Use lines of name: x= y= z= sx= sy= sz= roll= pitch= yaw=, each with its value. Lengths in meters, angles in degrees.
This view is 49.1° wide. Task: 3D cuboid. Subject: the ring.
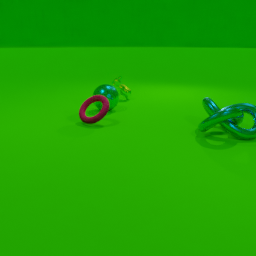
ring: x=-1.130 y=-0.624 z=9.274 sx=1.121 sy=0.224 sz=1.121 roll=-14 pitch=53 yaw=19

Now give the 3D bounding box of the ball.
ball: x=-0.864 y=-1.185 z=10.919 sx=1.043 sy=1.043 sz=1.043 roll=0 pitch=18 yaw=0

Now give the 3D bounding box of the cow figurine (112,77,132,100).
cow figurine: x=-0.272 y=-1.827 z=12.736 sx=0.995 sy=0.979 sz=0.546 roll=36 pitch=74 yaw=19

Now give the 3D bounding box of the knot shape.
knot shape: x=2.796 y=-0.283 z=8.119 sx=1.823 sy=0.900 sz=1.948 roll=-11 pitch=25 yaw=-44
